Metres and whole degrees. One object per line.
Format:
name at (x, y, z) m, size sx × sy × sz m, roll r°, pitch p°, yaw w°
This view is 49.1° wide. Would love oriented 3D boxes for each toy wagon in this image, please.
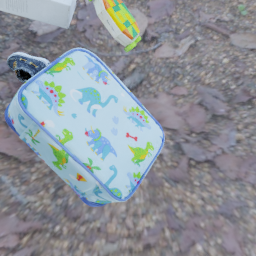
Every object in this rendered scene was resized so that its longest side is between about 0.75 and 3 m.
toy wagon at (-0.189, -2.422, 6.142) m, size 1.338 × 0.341 × 1.725 m, roll 52°, pitch 28°, yaw -16°

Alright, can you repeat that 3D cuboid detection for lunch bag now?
lunch bag at (-0.611, -0.035, 4.991) m, size 2.515 × 1.037 × 2.021 m, roll 46°, pitch 51°, yaw -12°

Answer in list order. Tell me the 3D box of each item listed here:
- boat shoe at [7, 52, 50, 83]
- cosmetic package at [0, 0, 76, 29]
boat shoe at (-2.364, -1.336, 6.192) m, size 1.328 × 0.470 × 0.603 m, roll 12°, pitch 39°, yaw 29°
cosmetic package at (-2.344, -3.284, 6.981) m, size 1.981 × 0.706 × 1.005 m, roll 13°, pitch 53°, yaw -10°
